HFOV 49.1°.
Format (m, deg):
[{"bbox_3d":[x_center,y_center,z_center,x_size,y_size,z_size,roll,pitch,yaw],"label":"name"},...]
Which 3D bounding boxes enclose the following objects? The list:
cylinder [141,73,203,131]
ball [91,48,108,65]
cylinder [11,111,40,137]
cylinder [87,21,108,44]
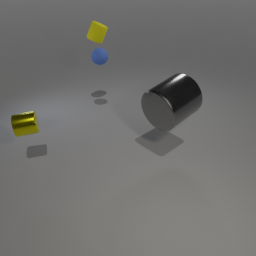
[{"bbox_3d":[1.375,-0.823,8.853,1.400,1.400,1.400,-33,42,-29],"label":"cylinder"},{"bbox_3d":[-1.174,-2.980,11.664,0.700,0.700,0.700,0,29,0],"label":"ball"},{"bbox_3d":[-3.195,-0.126,8.751,0.700,0.700,0.700,-12,30,-10],"label":"cylinder"},{"bbox_3d":[-1.302,-4.035,11.808,0.700,0.700,0.700,21,24,-10],"label":"cylinder"}]
